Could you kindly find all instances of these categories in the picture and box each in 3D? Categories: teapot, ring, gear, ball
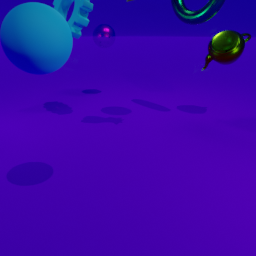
[{"bbox_3d":[2.898,-2.311,8.370,1.681,0.823,1.045,-31,59,12],"label":"teapot"},{"bbox_3d":[1.922,-3.794,7.636,0.373,1.864,1.864,-7,20,-40],"label":"ring"},{"bbox_3d":[-1.600,-3.202,7.730,0.306,1.655,1.655,9,8,-45],"label":"gear"},{"bbox_3d":[-1.172,-1.143,3.632,0.888,0.888,0.888,0,20,0],"label":"ball"},{"bbox_3d":[-0.919,-3.534,10.790,0.894,0.894,0.894,0,20,0],"label":"ball"}]

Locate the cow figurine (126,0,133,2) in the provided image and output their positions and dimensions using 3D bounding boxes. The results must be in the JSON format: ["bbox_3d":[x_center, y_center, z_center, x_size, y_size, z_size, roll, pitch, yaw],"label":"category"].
[{"bbox_3d":[0.350,-3.216,5.873,1.247,1.268,0.696,25,29,-3],"label":"cow figurine"}]
